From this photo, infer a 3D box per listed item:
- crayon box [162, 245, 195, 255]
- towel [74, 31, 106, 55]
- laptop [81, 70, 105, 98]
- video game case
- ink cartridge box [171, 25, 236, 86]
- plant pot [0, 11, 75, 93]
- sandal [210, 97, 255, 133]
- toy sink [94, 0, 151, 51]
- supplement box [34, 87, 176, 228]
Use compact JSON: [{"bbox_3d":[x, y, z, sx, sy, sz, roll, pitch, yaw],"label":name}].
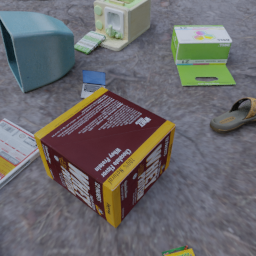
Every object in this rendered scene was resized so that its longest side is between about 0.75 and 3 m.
[{"bbox_3d":[1.149,2.940,5.788,0.641,0.257,1.010,-11,45,-11],"label":"crayon box"},{"bbox_3d":[-1.717,-3.820,12.551,0.974,0.200,1.306,27,64,29],"label":"towel"},{"bbox_3d":[-1.225,-1.487,9.773,0.811,0.502,0.867,7,79,3],"label":"laptop"},{"bbox_3d":[-3.906,0.919,7.844,1.957,0.239,2.737,26,50,23],"label":"video game case"},{"bbox_3d":[3.017,-2.957,11.164,2.148,1.101,2.907,-1,44,-1],"label":"ink cartridge box"},{"bbox_3d":[-3.295,-3.043,10.578,2.292,2.250,2.244,-19,47,-26],"label":"plant pot"},{"bbox_3d":[3.654,-0.593,8.929,2.455,0.670,1.003,-20,28,-15],"label":"sandal"},{"bbox_3d":[-0.428,-5.079,12.947,1.868,1.606,2.866,25,50,23],"label":"toy sink"},{"bbox_3d":[-0.510,0.605,7.169,2.462,1.635,2.428,29,51,26],"label":"supplement box"}]
